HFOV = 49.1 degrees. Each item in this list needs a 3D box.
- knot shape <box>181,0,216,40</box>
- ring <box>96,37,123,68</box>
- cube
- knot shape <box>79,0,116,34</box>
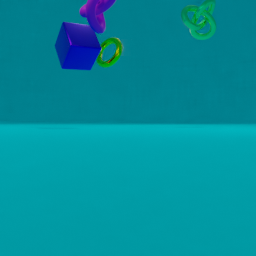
[{"bbox_3d":[2.737,-3.969,10.438,1.498,1.401,0.692,-28,30,-6],"label":"knot shape"},{"bbox_3d":[-0.771,-3.036,11.246,1.306,1.306,0.261,1,-16,37],"label":"ring"},{"bbox_3d":[-1.779,-2.840,9.843,1.136,1.136,1.136,-5,-29,-33],"label":"cube"},{"bbox_3d":[-0.800,-3.633,7.854,0.764,1.653,1.547,11,-47,-22],"label":"knot shape"}]
